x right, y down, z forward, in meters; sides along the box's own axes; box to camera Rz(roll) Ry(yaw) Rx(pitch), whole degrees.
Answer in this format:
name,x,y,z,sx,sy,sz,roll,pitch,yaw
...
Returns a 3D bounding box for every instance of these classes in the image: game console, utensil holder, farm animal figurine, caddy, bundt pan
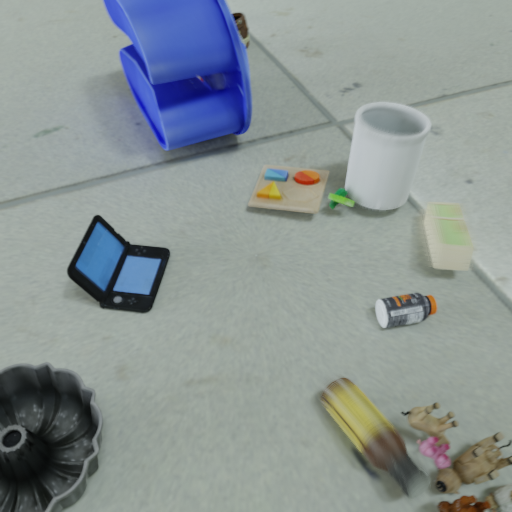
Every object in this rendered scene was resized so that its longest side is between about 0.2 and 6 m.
name,x,y,z,sx,sy,sz,roll,pitch,yaw
game console,-2.540,0.121,10.637,1.447,0.957,1.645,6,47,6
utensil holder,2.699,-2.092,11.845,1.520,1.788,1.520,3,40,-3
farm animal figurine,2.910,2.949,8.007,1.656,0.873,1.674,1,58,-24
caddy,-1.722,-5.040,13.672,2.793,3.762,5.322,-21,49,-13
bundt pan,-3.387,2.828,8.055,2.503,0.939,2.503,1,46,-1

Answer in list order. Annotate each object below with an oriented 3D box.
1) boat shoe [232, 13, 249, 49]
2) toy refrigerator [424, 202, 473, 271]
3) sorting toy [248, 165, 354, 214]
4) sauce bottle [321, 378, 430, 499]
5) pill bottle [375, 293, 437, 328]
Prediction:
name,x,y,z,sx,sy,sz,roll,pitch,yaw
boat shoe,-1.744,-6.777,17.097,3.171,1.173,1.171,-20,50,-18
toy refrigerator,3.816,-0.450,11.188,0.652,0.601,1.717,4,34,7
sorting toy,1.095,-1.529,12.416,2.273,0.335,1.680,7,43,14
sauce bottle,1.731,2.657,8.253,0.635,0.635,1.962,-21,42,-19
pill bottle,2.724,0.964,10.119,1.018,0.540,0.540,-9,47,-9
